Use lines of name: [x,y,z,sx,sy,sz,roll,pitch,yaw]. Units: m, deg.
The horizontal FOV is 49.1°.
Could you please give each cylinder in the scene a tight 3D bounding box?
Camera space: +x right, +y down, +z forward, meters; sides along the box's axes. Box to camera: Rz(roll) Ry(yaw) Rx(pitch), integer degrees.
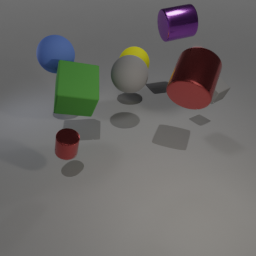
cylinder: [-1.836,0.487,8.438,0.700,0.700,0.700,9,43,-9]
cylinder: [2.069,-1.530,8.745,1.400,1.400,1.400,14,63,22]
cylinder: [2.206,-4.704,12.551,1.400,1.400,1.400,-14,33,-9]

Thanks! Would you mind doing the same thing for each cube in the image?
cube: [-1.847,-1.363,9.973,1.400,1.400,1.400,5,66,-17]
cube: [3.461,-1.506,11.119,0.700,0.700,0.700,-25,65,-26]

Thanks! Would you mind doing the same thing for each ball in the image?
ball: [0.062,-1.989,10.386,1.400,1.400,1.400,0,31,0]
ball: [-2.700,-2.755,10.494,1.400,1.400,1.400,0,31,0]
ball: [0.277,-2.976,12.741,1.400,1.400,1.400,0,31,0]
